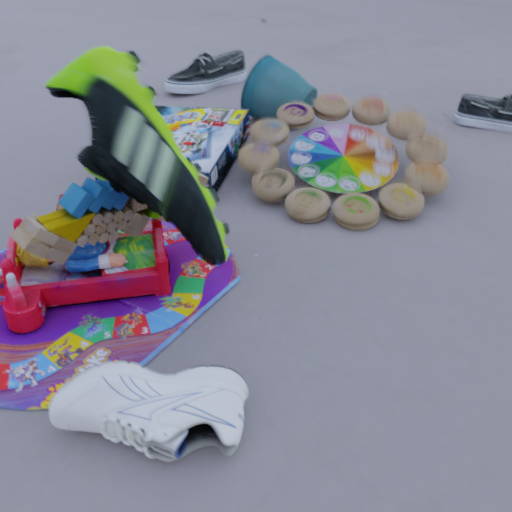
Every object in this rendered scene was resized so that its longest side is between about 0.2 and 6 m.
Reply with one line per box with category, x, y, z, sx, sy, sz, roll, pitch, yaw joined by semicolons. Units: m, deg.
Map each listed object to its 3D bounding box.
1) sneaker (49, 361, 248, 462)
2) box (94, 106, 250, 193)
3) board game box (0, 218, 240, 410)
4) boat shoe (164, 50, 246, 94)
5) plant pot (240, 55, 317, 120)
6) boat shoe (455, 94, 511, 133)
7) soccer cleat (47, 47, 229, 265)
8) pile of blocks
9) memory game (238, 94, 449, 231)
sneaker;-1.133;1.666;5.901;2.127;0.792;0.926;-2;39;-2
box;-1.593;-2.251;11.688;2.294;0.633;3.359;5;34;11
board game box;-2.531;0.100;8.043;3.710;0.914;4.696;20;39;27
boat shoe;-1.460;-5.296;15.933;2.725;0.966;0.982;-28;43;-35
plant pot;0.628;-3.811;13.438;1.427;1.519;1.519;29;42;16
boat shoe;5.962;-3.439;13.343;2.269;0.805;0.818;6;35;9
soccer cleat;-1.437;-1.100;7.156;1.254;3.094;1.044;-32;8;-9
pile of blocks;-2.102;-0.863;7.968;0.934;1.234;3.005;34;37;30
memory game;1.710;-1.994;10.875;4.078;0.260;4.078;-1;47;1
